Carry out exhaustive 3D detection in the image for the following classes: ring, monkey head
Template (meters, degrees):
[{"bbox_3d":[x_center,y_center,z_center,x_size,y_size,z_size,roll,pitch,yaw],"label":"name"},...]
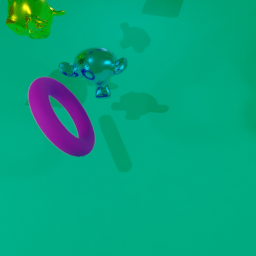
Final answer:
[{"bbox_3d":[-1.339,-0.244,5.911,0.377,1.883,1.883,-31,64,14],"label":"ring"},{"bbox_3d":[-0.697,-1.237,6.410,1.614,0.972,1.161,-1,97,15],"label":"monkey head"},{"bbox_3d":[-2.109,-2.576,6.250,1.648,1.186,0.993,8,91,-36],"label":"monkey head"}]
